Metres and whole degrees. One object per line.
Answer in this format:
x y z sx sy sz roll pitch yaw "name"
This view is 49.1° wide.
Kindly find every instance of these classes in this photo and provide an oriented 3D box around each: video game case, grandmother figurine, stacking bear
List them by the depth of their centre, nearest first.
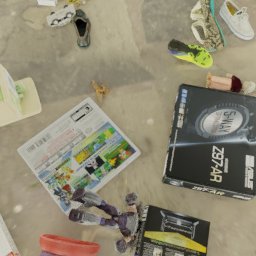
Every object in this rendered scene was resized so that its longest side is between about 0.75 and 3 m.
-1.599 3.715 6.164 1.433 1.342 2.360 9 71 4 "stacking bear"
-1.388 0.681 7.982 2.619 0.288 2.387 -39 71 -15 "video game case"
3.241 -1.362 8.837 1.477 0.447 0.896 9 75 7 "grandmother figurine"

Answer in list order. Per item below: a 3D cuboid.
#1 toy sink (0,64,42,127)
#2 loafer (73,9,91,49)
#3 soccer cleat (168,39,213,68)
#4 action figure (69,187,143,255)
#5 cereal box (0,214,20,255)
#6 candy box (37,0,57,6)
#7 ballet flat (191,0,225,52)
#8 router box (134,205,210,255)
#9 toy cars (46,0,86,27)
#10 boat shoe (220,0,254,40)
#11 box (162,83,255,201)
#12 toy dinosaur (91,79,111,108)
-3.838 -0.927 8.214 2.102 1.177 1.370 -19 67 -8 "toy sink"
-1.594 -3.565 9.744 0.611 0.535 1.701 -10 66 -4 "loafer"
2.022 -2.374 9.020 1.637 0.685 0.529 33 94 26 "soccer cleat"
-0.295 2.172 6.666 2.250 0.781 1.464 29 50 -29 "action figure"
-3.349 2.896 6.915 0.944 0.259 1.311 -36 70 -1 "cereal box"
-2.978 -4.995 10.519 0.670 0.286 0.798 5 67 2 "candy box"
2.676 -3.748 9.737 0.969 0.873 2.573 -11 66 18 "ballet flat"
1.093 2.737 6.808 1.668 0.436 1.312 18 67 -6 "router box"
-2.022 -4.396 10.145 1.009 0.498 2.251 20 70 30 "toy cars"
3.885 -3.876 9.784 0.619 0.715 1.677 -23 68 -10 "boat shoe"
2.388 0.322 7.952 2.390 0.649 2.983 12 67 5 "box"
-0.858 -1.057 8.803 0.597 0.339 1.123 -29 66 30 "toy dinosaur"
